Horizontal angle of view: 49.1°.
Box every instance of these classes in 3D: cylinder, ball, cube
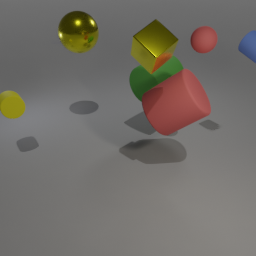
[{"bbox_3d":[1.007,-1.701,9.701,1.400,1.400,1.400,24,47,36],"label":"cylinder"},{"bbox_3d":[2.024,-2.356,7.477,0.700,0.700,0.700,0,29,0],"label":"ball"},{"bbox_3d":[-1.711,-3.309,9.706,1.400,1.400,1.400,0,29,0],"label":"ball"},{"bbox_3d":[-3.520,-0.707,8.434,0.700,0.700,0.700,-16,28,-26],"label":"cylinder"},{"bbox_3d":[1.337,-0.691,7.776,1.400,1.400,1.400,-29,15,30],"label":"cylinder"},{"bbox_3d":[3.763,-2.383,8.246,0.700,0.700,0.700,-19,56,-31],"label":"cylinder"},{"bbox_3d":[0.560,-1.771,6.143,0.700,0.700,0.700,-41,79,-15],"label":"cube"}]
